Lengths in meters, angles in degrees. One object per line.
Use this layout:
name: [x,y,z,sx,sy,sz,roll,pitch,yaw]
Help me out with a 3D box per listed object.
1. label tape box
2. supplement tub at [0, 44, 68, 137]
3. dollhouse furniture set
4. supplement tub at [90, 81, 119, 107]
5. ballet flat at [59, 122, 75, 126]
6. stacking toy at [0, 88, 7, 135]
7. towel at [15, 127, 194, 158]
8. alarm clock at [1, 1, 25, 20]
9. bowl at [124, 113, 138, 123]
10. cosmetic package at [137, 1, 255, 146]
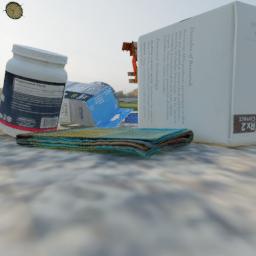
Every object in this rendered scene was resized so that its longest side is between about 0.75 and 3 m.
label tape box: [-1.410,-0.857,9.385,2.780,0.919,1.992,7,24,17]
supplement tub: [-1.898,-0.719,5.681,1.200,1.710,1.200,14,14,-3]
dollhouse furniture set: [0.245,-3.038,12.273,0.876,1.682,1.700,1,-37,-12]
supplement tub: [-1.265,-1.157,12.475,1.738,1.738,2.836,0,4,-1]
ballet flat: [-1.755,-0.335,9.992,1.481,0.514,0.514,-3,5,-34]
stacking toy: [-3.006,-0.363,7.508,1.087,1.087,2.546,0,-1,-6]
towel: [-0.357,0.173,4.828,2.557,0.277,1.875,1,4,30]
alarm clock: [-3.975,-4.009,9.544,0.847,0.571,0.282,-11,43,-23]
bowl: [0.845,-0.439,11.950,2.013,0.395,2.013,0,4,0]
cosmetic package: [1.844,-0.949,5.934,2.273,2.275,2.757,-4,6,-32]
